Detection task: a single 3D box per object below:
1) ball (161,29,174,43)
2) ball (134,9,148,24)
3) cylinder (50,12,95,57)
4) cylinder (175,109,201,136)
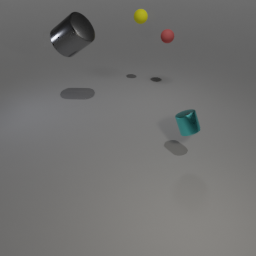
[{"bbox_3d":[2.027,-4.717,14.396,0.700,0.700,0.700,0,30,0],"label":"ball"},{"bbox_3d":[0.634,-5.575,14.003,0.700,0.700,0.700,0,30,0],"label":"ball"},{"bbox_3d":[-2.376,-3.984,12.030,1.400,1.400,1.400,-23,16,34],"label":"cylinder"},{"bbox_3d":[2.000,-0.176,9.351,0.700,0.700,0.700,-19,15,5],"label":"cylinder"}]
